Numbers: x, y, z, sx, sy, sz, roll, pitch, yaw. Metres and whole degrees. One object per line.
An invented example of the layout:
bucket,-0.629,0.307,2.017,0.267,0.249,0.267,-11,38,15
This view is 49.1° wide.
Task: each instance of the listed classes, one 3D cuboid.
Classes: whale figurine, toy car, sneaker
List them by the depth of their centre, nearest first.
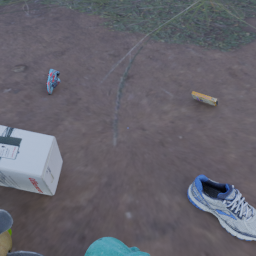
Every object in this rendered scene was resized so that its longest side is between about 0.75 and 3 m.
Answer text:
toy car,-2.304,1.676,4.431,2.088,1.715,1.648,-12,32,26
whale figurine,-0.227,2.187,4.709,1.078,1.355,0.703,-11,73,-40
sneaker,2.134,1.635,5.904,1.886,0.803,0.727,27,50,26
sneaker,-2.549,-1.588,9.635,0.452,0.375,0.946,7,74,-8

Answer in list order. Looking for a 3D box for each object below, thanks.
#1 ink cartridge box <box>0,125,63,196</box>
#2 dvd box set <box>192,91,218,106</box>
ink cartridge box,-2.643,0.661,6.039,2.218,1.626,0.921,12,63,-1
dvd box set,2.467,-0.939,8.982,0.808,0.591,0.119,22,89,23
